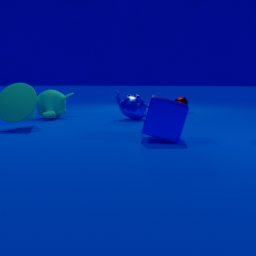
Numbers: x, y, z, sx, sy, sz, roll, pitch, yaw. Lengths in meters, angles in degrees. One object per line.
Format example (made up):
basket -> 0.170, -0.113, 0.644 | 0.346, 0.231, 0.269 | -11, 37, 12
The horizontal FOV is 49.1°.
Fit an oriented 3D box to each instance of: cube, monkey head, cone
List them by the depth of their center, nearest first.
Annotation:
cube -> 0.917, -0.251, 7.020 | 0.920, 0.920, 0.920 | 16, 11, 3
cone -> -3.217, -0.545, 8.809 | 1.273, 1.273, 1.278 | 1, -20, 8
monkey head -> -3.047, -0.934, 10.997 | 1.843, 1.111, 1.326 | -4, 11, -5

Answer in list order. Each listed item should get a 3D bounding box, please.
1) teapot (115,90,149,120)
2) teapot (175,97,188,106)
teapot -> 0.191, -0.894, 10.801 | 1.773, 0.868, 1.102 | 24, 21, 2
teapot -> 2.504, -1.154, 13.389 | 0.585, 0.743, 1.195 | 20, 37, 41
